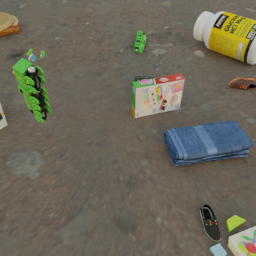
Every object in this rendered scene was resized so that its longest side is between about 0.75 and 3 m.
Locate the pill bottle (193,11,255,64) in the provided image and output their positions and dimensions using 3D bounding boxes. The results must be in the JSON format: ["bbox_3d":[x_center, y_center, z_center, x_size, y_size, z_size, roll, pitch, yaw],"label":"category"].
[{"bbox_3d":[4.462,-4.049,12.222,2.976,1.673,1.673,31,52,28],"label":"pill bottle"}]

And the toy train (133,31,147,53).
[{"bbox_3d":[0.600,-4.081,13.239,0.510,0.377,1.807,12,44,-2],"label":"toy train"}]

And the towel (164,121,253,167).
[{"bbox_3d":[2.328,0.433,8.337,2.350,0.570,1.312,-8,44,-7],"label":"towel"}]

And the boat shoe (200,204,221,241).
[{"bbox_3d":[1.959,2.240,6.658,0.320,0.274,0.876,-7,45,-8],"label":"boat shoe"}]

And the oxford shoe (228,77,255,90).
[{"bbox_3d":[4.394,-1.665,10.680,1.103,0.393,0.400,-7,49,-7],"label":"oxford shoe"}]

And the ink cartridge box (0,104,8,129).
[{"bbox_3d":[-4.459,-0.580,8.936,0.880,1.207,0.500,25,46,24],"label":"ink cartridge box"}]

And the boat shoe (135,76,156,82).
[{"bbox_3d":[0.911,-1.744,10.736,1.319,0.398,0.499,2,44,2],"label":"boat shoe"}]

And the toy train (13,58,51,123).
[{"bbox_3d":[-2.431,-0.873,7.186,0.675,2.392,0.499,31,64,5],"label":"toy train"}]

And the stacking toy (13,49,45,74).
[{"bbox_3d":[-2.654,-1.758,7.522,0.656,0.204,0.870,18,76,34],"label":"stacking toy"}]

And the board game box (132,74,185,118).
[{"bbox_3d":[0.986,-1.057,9.379,1.692,1.295,0.341,-12,45,-13],"label":"board game box"}]

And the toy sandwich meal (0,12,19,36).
[{"bbox_3d":[-6.583,-5.129,14.129,2.142,0.734,2.142,-3,49,3],"label":"toy sandwich meal"}]

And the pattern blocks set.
[{"bbox_3d":[2.908,2.689,6.259,1.943,0.157,1.707,-27,50,-25],"label":"pattern blocks set"}]
